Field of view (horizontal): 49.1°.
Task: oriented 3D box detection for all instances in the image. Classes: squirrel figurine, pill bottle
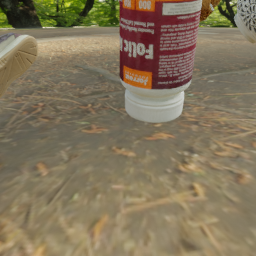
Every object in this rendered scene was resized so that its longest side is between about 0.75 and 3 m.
[{"bbox_3d":[2.071,-3.541,7.491,1.125,1.484,1.590,3,-22,27],"label":"squirrel figurine"},{"bbox_3d":[0.344,-0.929,3.342,0.907,1.588,0.907,0,32,0],"label":"pill bottle"}]

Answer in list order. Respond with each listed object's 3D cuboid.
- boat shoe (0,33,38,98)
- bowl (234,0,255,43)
[{"bbox_3d":[-2.348,-0.934,4.644,0.638,0.708,1.968,24,60,21],"label":"boat shoe"},{"bbox_3d":[2.646,-2.204,5.587,0.747,1.592,1.592,-33,-2,41],"label":"bowl"}]
